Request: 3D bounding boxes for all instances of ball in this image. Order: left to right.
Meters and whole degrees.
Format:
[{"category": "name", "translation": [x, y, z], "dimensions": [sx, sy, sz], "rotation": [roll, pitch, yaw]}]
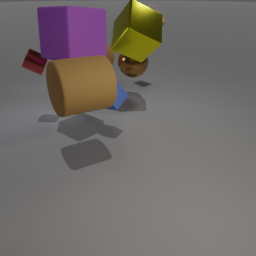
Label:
[{"category": "ball", "translation": [0.237, -3.006, 12.735], "dimensions": [1.400, 1.400, 1.400], "rotation": [0, 28, 0]}]

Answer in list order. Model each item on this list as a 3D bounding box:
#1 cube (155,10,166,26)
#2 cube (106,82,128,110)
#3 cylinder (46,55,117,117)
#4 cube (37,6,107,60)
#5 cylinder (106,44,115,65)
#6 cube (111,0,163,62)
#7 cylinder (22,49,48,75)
[{"category": "cube", "translation": [1.209, -4.996, 13.249], "dimensions": [0.700, 0.700, 0.700], "rotation": [-35, -3, -27]}, {"category": "cube", "translation": [-0.569, -1.113, 9.603], "dimensions": [0.700, 0.700, 0.700], "rotation": [8, 56, 53]}, {"category": "cylinder", "translation": [-1.205, -1.087, 7.165], "dimensions": [1.400, 1.400, 1.400], "rotation": [-14, 31, -27]}, {"category": "cube", "translation": [-1.590, -2.718, 8.102], "dimensions": [1.400, 1.400, 1.400], "rotation": [17, 26, 37]}, {"category": "cylinder", "translation": [-1.581, -3.425, 13.136], "dimensions": [1.400, 1.400, 1.400], "rotation": [22, 9, 36]}, {"category": "cube", "translation": [0.328, -3.591, 10.514], "dimensions": [1.400, 1.400, 1.400], "rotation": [16, 64, -25]}, {"category": "cylinder", "translation": [-3.235, -2.304, 9.787], "dimensions": [0.700, 0.700, 0.700], "rotation": [23, 22, -20]}]
